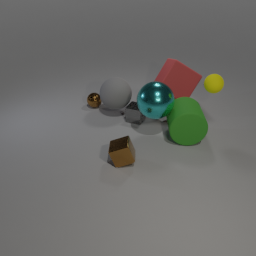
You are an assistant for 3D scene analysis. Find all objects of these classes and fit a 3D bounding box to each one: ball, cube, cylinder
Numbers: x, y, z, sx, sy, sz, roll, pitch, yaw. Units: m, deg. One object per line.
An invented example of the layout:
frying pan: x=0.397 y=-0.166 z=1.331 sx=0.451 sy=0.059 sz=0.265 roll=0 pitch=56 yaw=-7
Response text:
ball: x=-1.572 y=-1.304 z=13.091 sx=0.700 sy=0.700 sz=0.700 roll=0 pitch=31 yaw=0
cube: x=0.342 y=-0.649 z=11.999 sx=0.700 sy=0.700 sz=0.700 roll=12 pitch=33 yaw=20
ball: x=-0.530 y=-1.496 z=12.149 sx=1.400 sy=1.400 sz=1.400 roll=0 pitch=31 yaw=0
cylinder: x=2.205 y=-0.277 z=10.668 sx=1.400 sy=1.400 sz=1.400 roll=1 pitch=31 yaw=1
ball: x=1.019 y=-1.021 z=10.373 sx=1.400 sy=1.400 sz=1.400 roll=0 pitch=31 yaw=0
ball: x=3.110 y=-1.606 z=10.146 sx=0.700 sy=0.700 sz=0.700 roll=0 pitch=31 yaw=0
cube: x=2.128 y=-2.092 z=12.360 sx=1.400 sy=1.400 sz=1.400 roll=28 pitch=11 yaw=-13
cube: x=-0.189 y=0.795 z=9.401 sx=0.700 sy=0.700 sz=0.700 roll=-17 pitch=29 yaw=12
